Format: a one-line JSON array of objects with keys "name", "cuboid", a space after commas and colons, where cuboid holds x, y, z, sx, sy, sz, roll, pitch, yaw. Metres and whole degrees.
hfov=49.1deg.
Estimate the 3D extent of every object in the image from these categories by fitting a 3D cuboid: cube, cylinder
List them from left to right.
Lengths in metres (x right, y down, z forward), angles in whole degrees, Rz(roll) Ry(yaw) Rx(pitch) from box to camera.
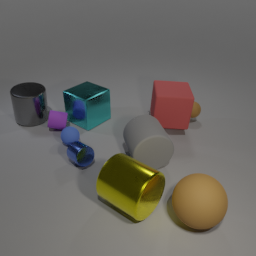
[{"name": "cylinder", "cuboid": [-4.124, -1.011, 11.809, 1.400, 1.400, 1.400, 3, 34, -2]}, {"name": "cylinder", "cuboid": [-2.835, -0.321, 11.301, 0.700, 0.700, 0.700, 9, 30, -13]}, {"name": "cylinder", "cuboid": [-1.593, 0.858, 9.394, 0.700, 0.700, 0.700, -23, 26, -32]}, {"name": "cube", "cuboid": [-1.701, -0.970, 11.824, 1.400, 1.400, 1.400, 24, 39, 33]}, {"name": "cylinder", "cuboid": [0.084, 1.585, 7.727, 1.400, 1.400, 1.400, 23, 39, 32]}, {"name": "cylinder", "cuboid": [0.661, 0.475, 9.498, 1.400, 1.400, 1.400, -8, 33, -12]}, {"name": "cube", "cuboid": [1.668, -0.918, 10.963, 1.400, 1.400, 1.400, 3, 34, -2]}]

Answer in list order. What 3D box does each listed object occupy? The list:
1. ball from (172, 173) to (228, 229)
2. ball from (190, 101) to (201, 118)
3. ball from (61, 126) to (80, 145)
[{"name": "ball", "cuboid": [1.840, 1.876, 7.230, 1.400, 1.400, 1.400, 0, 32, 0]}, {"name": "ball", "cuboid": [2.704, -0.772, 11.753, 0.700, 0.700, 0.700, 0, 32, 0]}, {"name": "ball", "cuboid": [-2.155, 0.293, 10.445, 0.700, 0.700, 0.700, 0, 32, 0]}]
